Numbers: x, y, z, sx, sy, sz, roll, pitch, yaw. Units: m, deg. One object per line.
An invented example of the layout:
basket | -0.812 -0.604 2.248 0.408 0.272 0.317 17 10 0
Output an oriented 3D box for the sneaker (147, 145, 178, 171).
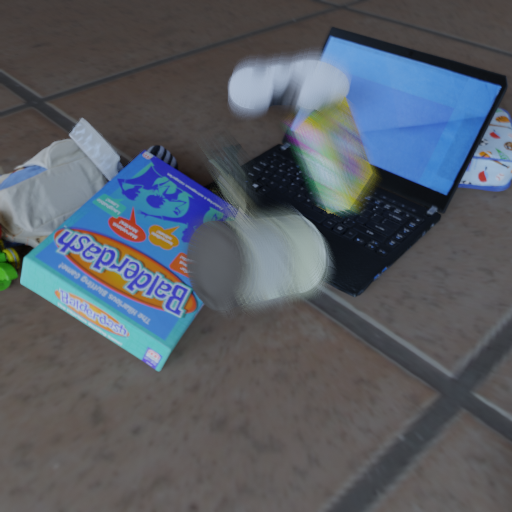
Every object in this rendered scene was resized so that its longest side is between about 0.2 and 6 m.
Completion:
sneaker | -2.240 -0.844 9.980 1.106 0.940 2.526 -17 39 38

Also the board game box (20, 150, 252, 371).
board game box | -1.574 -0.091 8.373 2.265 0.670 2.978 32 46 0

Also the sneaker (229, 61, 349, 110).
sneaker | 0.538 -3.080 10.187 2.130 0.804 1.212 -3 15 -6

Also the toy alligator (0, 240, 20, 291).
toy alligator | -4.449 0.009 8.912 2.281 0.619 0.676 29 34 30

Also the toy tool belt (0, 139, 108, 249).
toy tool belt | -3.941 -0.806 9.376 1.706 1.734 2.777 -5 26 44

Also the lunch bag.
lunch bag | 4.222 -2.274 11.391 1.870 0.882 2.334 5 42 9

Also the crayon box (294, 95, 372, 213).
crayon box | 1.227 -1.575 8.630 0.411 1.410 1.216 -7 30 37

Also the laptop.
laptop | 1.517 -1.987 9.991 3.861 2.250 4.356 30 49 31

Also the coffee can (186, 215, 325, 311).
coffee can | 0.023 0.056 7.801 1.609 1.178 1.178 -8 36 -45

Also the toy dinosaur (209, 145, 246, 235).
toy dinosaur | -0.318 -0.966 7.318 0.433 0.804 1.825 -12 22 0

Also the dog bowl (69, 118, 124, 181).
dog bowl | -2.651 -1.727 9.499 0.367 1.252 1.252 -41 51 -7
